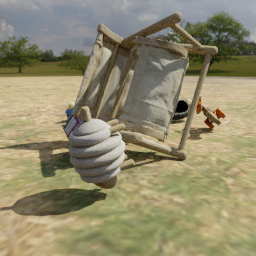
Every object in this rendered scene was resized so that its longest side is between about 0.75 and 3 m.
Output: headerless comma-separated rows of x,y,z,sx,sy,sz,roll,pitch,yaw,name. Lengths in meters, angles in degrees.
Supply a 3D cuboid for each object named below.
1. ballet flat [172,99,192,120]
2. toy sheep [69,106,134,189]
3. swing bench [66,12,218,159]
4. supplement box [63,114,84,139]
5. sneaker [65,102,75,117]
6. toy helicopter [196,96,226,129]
1.547,-0.670,9.619,2.231,0.634,0.741,-14,50,-32,ballet flat
-0.449,0.315,4.214,0.932,1.352,0.932,-14,14,4,toy sheep
0.225,-0.932,6.458,1.694,2.597,2.610,21,-5,-43,swing bench
-0.925,0.197,6.024,0.571,0.443,1.034,28,14,-40,supplement box
-1.910,-0.513,10.193,0.441,0.612,1.166,40,-2,31,sneaker
2.391,-0.451,8.338,1.019,0.608,1.541,45,15,3,toy helicopter
